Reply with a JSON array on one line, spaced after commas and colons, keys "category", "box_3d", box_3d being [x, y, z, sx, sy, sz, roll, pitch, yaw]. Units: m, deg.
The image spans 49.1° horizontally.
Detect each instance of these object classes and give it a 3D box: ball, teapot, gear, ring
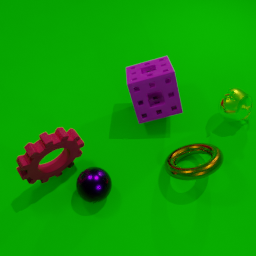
[{"category": "ball", "box_3d": [-0.861, 1.436, 7.110, 0.905, 0.905, 0.905, 0, 54, 0]}, {"category": "teapot", "box_3d": [3.245, -0.688, 8.338, 0.842, 1.720, 1.070, 28, 83, 51]}, {"category": "gear", "box_3d": [-1.906, 0.712, 7.006, 1.690, 1.690, 0.313, -31, 62, -20]}, {"category": "ring", "box_3d": [1.726, 0.859, 7.428, 1.558, 0.312, 1.558, -16, 21, 6]}]

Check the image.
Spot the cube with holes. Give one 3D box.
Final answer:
[{"category": "cube with holes", "box_3d": [0.749, -1.144, 8.285, 1.305, 1.305, 1.305, -14, 32, 7]}]
